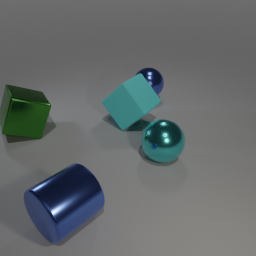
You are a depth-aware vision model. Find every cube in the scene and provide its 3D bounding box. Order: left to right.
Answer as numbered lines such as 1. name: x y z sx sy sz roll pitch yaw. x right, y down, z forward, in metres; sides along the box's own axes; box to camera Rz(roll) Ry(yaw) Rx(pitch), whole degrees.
1. cube: -3.842 -0.601 10.334 1.400 1.400 1.400 9 22 -35
2. cube: 0.146 -1.018 10.867 1.400 1.400 1.400 -35 3 41

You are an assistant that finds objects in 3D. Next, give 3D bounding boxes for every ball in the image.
1. ball: 0.931 -2.039 12.743 1.400 1.400 1.400 0 31 0
2. ball: 1.132 0.415 9.039 1.400 1.400 1.400 0 31 0

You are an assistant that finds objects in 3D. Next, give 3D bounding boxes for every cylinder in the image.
1. cylinder: -1.526 1.773 6.769 1.400 1.400 1.400 25 38 35
